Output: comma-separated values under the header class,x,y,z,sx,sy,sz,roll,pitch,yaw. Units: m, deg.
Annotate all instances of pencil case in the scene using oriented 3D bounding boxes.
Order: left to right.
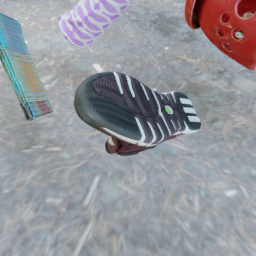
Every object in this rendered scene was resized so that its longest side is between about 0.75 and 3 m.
class,x,y,z,sx,sy,sz,roll,pitch,yaw
pencil case,-0.708,-3.350,7.365,1.211,2.833,1.189,49,35,-8

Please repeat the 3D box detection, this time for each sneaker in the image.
class,x,y,z,sx,sy,sz,roll,pitch,yaw
sneaker,-0.041,0.040,3.303,2.017,1.165,0.763,6,60,-50
sneaker,3.072,-3.752,8.163,0.819,1.315,2.453,-33,82,-19

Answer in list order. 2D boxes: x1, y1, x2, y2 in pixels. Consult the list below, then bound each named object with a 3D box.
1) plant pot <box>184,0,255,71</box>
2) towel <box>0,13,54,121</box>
class,x,y,z,sx,sy,sz,roll,pitch,yaw
plant pot,2.600,-2.788,6.218,2.143,2.353,2.353,37,59,19
towel,-2.077,-1.217,5.505,0.228,2.101,1.541,-20,9,3
